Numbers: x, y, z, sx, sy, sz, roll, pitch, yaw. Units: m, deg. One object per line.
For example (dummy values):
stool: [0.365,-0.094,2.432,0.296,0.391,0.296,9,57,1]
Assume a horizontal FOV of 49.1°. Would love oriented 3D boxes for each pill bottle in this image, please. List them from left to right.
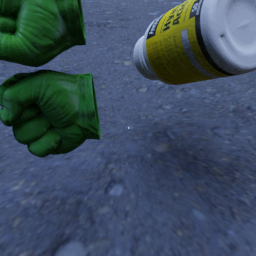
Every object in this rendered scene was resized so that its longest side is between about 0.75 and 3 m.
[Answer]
pill bottle: [1.232,-1.661,5.578,1.530,1.530,2.750,-18,9,-25]

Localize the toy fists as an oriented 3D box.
toy fists: [-1.257,-0.857,3.904,1.434,2.814,0.968,-8,26,-2]
